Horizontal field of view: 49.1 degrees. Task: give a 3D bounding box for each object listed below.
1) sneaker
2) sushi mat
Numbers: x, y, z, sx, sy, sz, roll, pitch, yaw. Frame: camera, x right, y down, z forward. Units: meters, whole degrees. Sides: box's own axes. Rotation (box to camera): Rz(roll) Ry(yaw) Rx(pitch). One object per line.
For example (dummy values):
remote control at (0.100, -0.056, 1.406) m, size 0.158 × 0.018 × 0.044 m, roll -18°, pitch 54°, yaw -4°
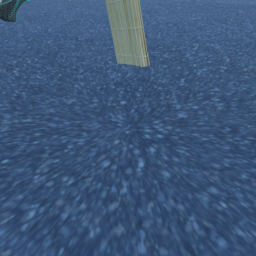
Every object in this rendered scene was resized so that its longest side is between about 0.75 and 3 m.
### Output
sneaker at (-2.937, -3.884, 7.384) m, size 0.939 × 1.104 × 2.421 m, roll 25°, pitch 81°, yaw 26°
sushi mat at (-0.164, -2.666, 5.798) m, size 0.166 × 2.750 × 1.316 m, roll -21°, pitch 23°, yaw -23°
